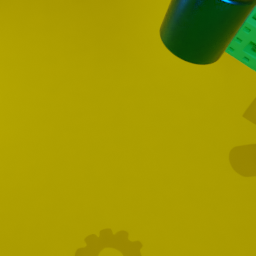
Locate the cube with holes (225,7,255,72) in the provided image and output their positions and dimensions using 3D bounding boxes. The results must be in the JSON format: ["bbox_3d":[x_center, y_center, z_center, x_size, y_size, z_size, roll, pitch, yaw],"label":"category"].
[{"bbox_3d":[2.306,-1.600,4.581,0.928,0.928,0.928,35,80,5],"label":"cube with holes"}]

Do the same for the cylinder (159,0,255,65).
[{"bbox_3d":[0.809,-1.195,2.900,0.772,0.772,0.772,8,56,-12],"label":"cylinder"}]
